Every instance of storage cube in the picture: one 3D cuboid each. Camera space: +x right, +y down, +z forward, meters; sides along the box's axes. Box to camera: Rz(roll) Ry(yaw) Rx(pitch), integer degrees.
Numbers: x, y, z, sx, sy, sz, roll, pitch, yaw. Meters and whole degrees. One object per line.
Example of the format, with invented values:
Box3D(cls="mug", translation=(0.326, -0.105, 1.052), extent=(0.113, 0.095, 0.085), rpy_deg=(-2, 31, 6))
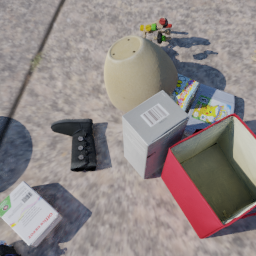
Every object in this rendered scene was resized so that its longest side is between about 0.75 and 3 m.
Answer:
Box3D(cls="storage cube", translation=(2.236, 1.259, 7.049), extent=(1.976, 2.078, 2.312), rpy_deg=(-27, 64, -13))

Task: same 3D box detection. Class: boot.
Box3D(cls="boot", translation=(-1.636, 0.537, 8.359), extent=(1.332, 0.530, 1.616), rpy_deg=(-7, 66, -2))

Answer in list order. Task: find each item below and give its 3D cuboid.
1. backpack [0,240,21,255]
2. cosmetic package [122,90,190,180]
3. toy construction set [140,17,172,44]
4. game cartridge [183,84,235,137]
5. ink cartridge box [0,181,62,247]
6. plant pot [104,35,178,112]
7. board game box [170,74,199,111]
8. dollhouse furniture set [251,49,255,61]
Box3D(cls="backpack", translation=(-3.218, 3.173, 6.737), extent=(0.881, 0.924, 0.712), rpy_deg=(-42, 64, -14))
Box3D(cls="cosmetic package", translation=(0.639, 0.289, 7.379), extent=(1.304, 2.442, 1.101), rpy_deg=(-35, 64, -15))
Box3D(cls="toy construction set", translation=(0.734, -3.244, 10.030), extent=(1.417, 1.538, 1.844), rpy_deg=(6, 41, 17))
Box3D(cls="game cartridge", translation=(2.637, -0.443, 8.943), extent=(1.331, 0.404, 1.996), rpy_deg=(23, 64, 8))
Box3D(cls="ink cartridge box", translation=(-2.581, 2.254, 7.354), extent=(1.387, 0.583, 1.005), rpy_deg=(36, 67, 17))
Box3D(cls="plant pot", translation=(0.191, -1.861, 8.567), extent=(2.346, 1.575, 2.346), rpy_deg=(-14, 51, 17))
Box3D(cls="board game box", translation=(1.299, -1.279, 9.103), extent=(1.648, 0.849, 0.864), rpy_deg=(28, 65, 14))
Box3D(cls="dollhouse furniture set", translation=(4.719, -2.374, 10.098), extent=(0.780, 0.446, 0.914), rpy_deg=(-31, 42, -16))
